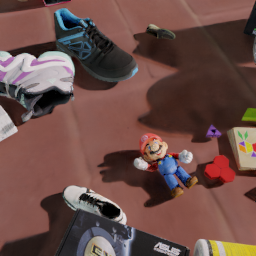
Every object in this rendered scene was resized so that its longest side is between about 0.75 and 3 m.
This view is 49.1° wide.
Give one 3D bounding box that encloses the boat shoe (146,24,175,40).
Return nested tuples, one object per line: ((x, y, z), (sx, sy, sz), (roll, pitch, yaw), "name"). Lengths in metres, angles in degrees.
((1.019, -2.984, 8.915), (0.976, 0.357, 0.316), (25, 72, 18), "boat shoe")

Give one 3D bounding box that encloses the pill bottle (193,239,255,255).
((1.970, 2.459, 4.808), (1.577, 0.878, 0.878), (5, 56, 4), "pill bottle")

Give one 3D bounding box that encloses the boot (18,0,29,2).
((-3.651, -6.322, 10.000), (1.124, 2.275, 2.930), (13, 57, 9), "boot")

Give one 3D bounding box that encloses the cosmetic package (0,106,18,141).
((-3.324, 0.065, 6.563), (1.169, 0.659, 0.474), (-37, 52, -21), "cosmetic package")

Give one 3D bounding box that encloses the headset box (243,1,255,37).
((4.851, -3.721, 8.196), (2.008, 2.306, 1.070), (24, 59, 15), "headset box")

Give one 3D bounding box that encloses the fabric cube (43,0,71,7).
((-2.680, -5.108, 9.960), (0.996, 0.977, 0.993), (-18, 57, -11), "fabric cube")

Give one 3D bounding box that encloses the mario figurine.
((0.762, 0.715, 6.026), (0.941, 0.808, 1.525), (-19, 60, -40), "mario figurine")

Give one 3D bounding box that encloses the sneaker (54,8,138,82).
((-1.026, -2.317, 7.897), (2.962, 1.213, 1.085), (31, 60, 19), "sneaker")

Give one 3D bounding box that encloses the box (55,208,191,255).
((-0.211, 2.578, 4.690), (2.085, 0.898, 1.707), (17, 57, 12), "box")

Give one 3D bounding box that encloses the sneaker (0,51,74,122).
((-2.752, -0.931, 6.996), (2.873, 1.117, 2.010), (-10, 55, -6), "sneaker")

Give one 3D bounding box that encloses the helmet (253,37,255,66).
((4.329, -1.910, 7.051), (2.105, 2.208, 2.208), (-7, 43, 46), "helmet")

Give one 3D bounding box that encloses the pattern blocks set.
((3.142, 0.491, 6.561), (2.625, 0.213, 2.307), (10, 56, 7), "pattern blocks set")

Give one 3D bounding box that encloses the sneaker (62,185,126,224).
((-0.684, 1.501, 5.644), (1.450, 0.580, 0.535), (22, 59, 14), "sneaker")
